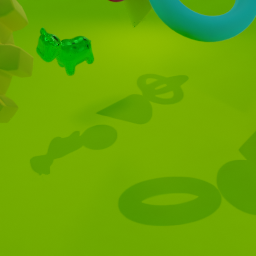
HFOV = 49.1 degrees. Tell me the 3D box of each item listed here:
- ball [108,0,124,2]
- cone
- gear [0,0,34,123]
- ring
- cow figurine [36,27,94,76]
[{"bbox_3d":[-0.272,-3.309,6.281,0.895,0.895,0.895,0,37,0],"label":"ball"},{"bbox_3d":[0.089,-3.666,7.270,1.436,1.431,1.431,39,35,-16],"label":"cone"},{"bbox_3d":[-1.929,-0.722,2.581,1.974,1.974,0.365,0,1,-1],"label":"gear"},{"bbox_3d":[1.279,-2.380,4.704,1.996,0.399,1.996,2,78,-8],"label":"ring"},{"bbox_3d":[-1.328,-1.728,6.055,1.241,1.221,0.681,-34,63,-19],"label":"cow figurine"}]
